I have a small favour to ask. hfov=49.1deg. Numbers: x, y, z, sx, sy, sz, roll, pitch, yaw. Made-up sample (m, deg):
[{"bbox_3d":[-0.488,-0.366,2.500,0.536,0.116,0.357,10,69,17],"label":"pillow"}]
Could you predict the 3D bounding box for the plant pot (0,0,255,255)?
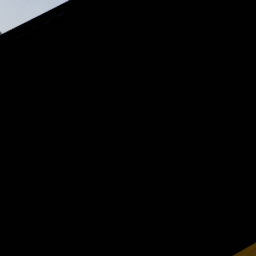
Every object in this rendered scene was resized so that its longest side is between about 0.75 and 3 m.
[{"bbox_3d":[0.731,0.637,0.260,2.240,2.381,2.381,-16,12,0],"label":"plant pot"}]
